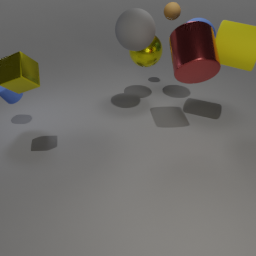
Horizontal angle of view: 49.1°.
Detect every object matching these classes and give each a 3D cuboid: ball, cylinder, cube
[{"bbox_3d":[0.740,-3.244,11.675,1.400,1.400,1.400,0,32,0],"label":"ball"},{"bbox_3d":[-4.269,-1.331,10.052,0.700,0.700,0.700,-11,55,16],"label":"cylinder"},{"bbox_3d":[-2.705,-1.356,6.970,0.700,0.700,0.700,-15,-16,17],"label":"cube"},{"bbox_3d":[2.064,-2.325,8.765,1.400,1.400,1.400,-3,69,-4],"label":"cylinder"},{"bbox_3d":[2.743,-3.611,11.084,1.400,1.400,1.400,0,32,0],"label":"ball"},{"bbox_3d":[3.657,-2.749,9.367,1.400,1.400,1.400,19,36,17],"label":"cylinder"},{"bbox_3d":[1.837,-4.849,11.634,0.700,0.700,0.700,0,32,0],"label":"ball"},{"bbox_3d":[0.253,-3.383,9.672,1.400,1.400,1.400,0,32,0],"label":"ball"}]
